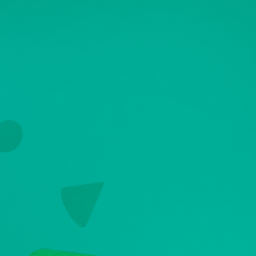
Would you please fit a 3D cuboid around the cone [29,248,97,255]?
[{"bbox_3d":[-0.622,1.750,3.388,0.944,0.940,0.940,-34,68,17],"label":"cone"}]
